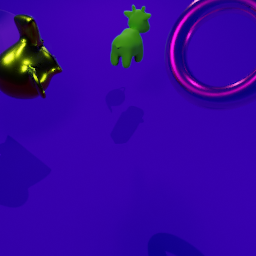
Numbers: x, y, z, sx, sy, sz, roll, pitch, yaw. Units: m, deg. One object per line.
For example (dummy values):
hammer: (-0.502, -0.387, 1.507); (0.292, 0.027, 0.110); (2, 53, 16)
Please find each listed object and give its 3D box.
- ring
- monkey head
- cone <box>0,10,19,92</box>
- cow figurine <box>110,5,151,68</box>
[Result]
ring: (1.285, -1.069, 3.821); (1.668, 0.334, 1.668); (-1, 88, 30)
monkey head: (-1.195, -0.751, 3.104); (1.164, 0.838, 0.702); (22, 50, 28)
cone: (-2.843, -1.623, 6.056); (1.551, 1.551, 1.556); (-28, 24, -20)
cow figurine: (0.064, -2.250, 6.845); (0.734, 1.317, 1.338); (17, 33, 22)
